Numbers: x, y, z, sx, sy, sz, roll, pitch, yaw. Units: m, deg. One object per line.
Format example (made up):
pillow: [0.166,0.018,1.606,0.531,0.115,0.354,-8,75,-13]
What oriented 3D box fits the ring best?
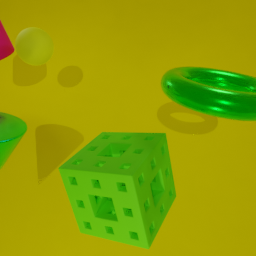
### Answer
ring: [1.518,-0.618,4.569,1.984,0.397,1.984,6,23,-3]

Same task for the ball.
ball: [-2.316,-2.021,6.964,0.914,0.914,0.914,0,60,0]

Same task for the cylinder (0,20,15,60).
cylinder: [-3.822,-2.397,7.394,1.183,1.183,1.183,-12,33,8]

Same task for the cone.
cone: [-2.648,0.686,4.869,1.612,1.618,1.612,10,19,-3]

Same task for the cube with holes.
cube with holes: [-0.087,0.899,4.546,1.252,1.252,1.252,0,25,30]
